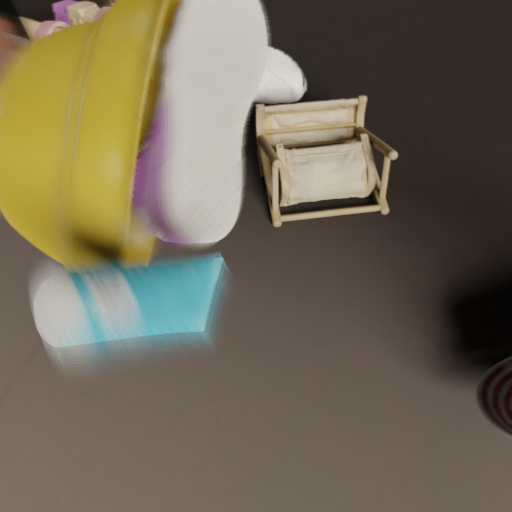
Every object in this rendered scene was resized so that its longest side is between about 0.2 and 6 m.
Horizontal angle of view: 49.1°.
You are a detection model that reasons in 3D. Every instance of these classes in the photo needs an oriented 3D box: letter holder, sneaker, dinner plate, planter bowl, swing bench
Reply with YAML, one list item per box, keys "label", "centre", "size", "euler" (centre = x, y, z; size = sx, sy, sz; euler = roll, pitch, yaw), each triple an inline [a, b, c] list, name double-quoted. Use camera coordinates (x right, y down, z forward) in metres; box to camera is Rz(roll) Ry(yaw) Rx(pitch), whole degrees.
- label: "letter holder"
  centre: [-4.062, -2.861, 7.851]
  size: [1.578, 2.220, 1.116]
  euler: [-22, 21, -2]
- label: "sneaker"
  centre: [-0.851, -1.597, 6.286]
  size: [1.047, 2.890, 1.648]
  euler: [14, -5, -34]
- label: "sneaker"
  centre: [-0.638, -3.371, 11.181]
  size: [3.315, 1.235, 1.444]
  euler: [10, 54, 20]
- label: "dinner plate"
  centre: [3.875, 1.634, 6.268]
  size: [2.633, 0.319, 2.633]
  euler: [-12, 11, 3]
- label: "planter bowl"
  centre: [-1.751, -1.133, 5.828]
  size: [1.479, 3.551, 3.551]
  euler: [10, 48, -6]
- label: "swing bench"
  centre: [1.086, -1.666, 9.476]
  size: [1.965, 1.282, 1.975]
  euler: [-6, 43, -5]

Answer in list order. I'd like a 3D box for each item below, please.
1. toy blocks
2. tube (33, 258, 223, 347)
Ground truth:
- label: "toy blocks"
  centre: [-2.385, -3.332, 10.125]
  size: [2.301, 2.555, 2.734]
  euler: [23, 49, 25]
- label: "tube"
  centre: [-0.766, 0.326, 4.026]
  size: [0.421, 0.647, 1.672]
  euler: [25, 12, 28]
